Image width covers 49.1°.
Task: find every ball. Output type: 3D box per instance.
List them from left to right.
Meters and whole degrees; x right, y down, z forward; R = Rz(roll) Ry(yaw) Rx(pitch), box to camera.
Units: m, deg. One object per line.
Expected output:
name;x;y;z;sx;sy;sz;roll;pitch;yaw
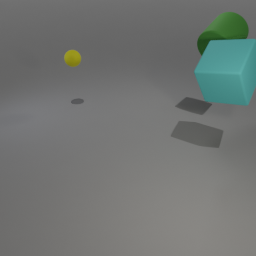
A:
ball;-2.344;-2.949;11.878;0.700;0.700;0.700;0;29;0

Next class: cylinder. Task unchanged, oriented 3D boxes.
cylinder;3.550;-3.363;10.505;1.400;1.400;1.400;23;59;36

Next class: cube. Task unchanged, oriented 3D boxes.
cube;3.081;-1.705;8.587;1.400;1.400;1.400;12;61;38
